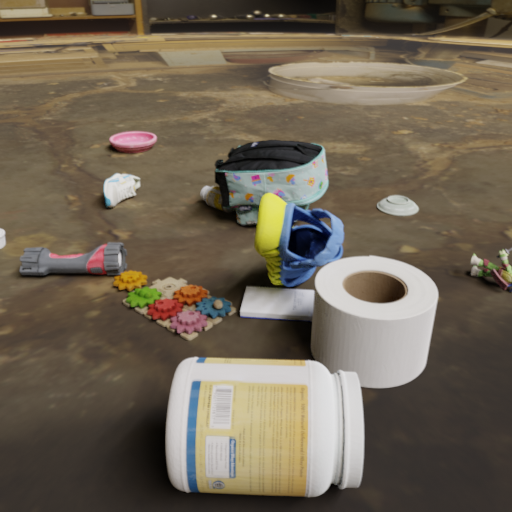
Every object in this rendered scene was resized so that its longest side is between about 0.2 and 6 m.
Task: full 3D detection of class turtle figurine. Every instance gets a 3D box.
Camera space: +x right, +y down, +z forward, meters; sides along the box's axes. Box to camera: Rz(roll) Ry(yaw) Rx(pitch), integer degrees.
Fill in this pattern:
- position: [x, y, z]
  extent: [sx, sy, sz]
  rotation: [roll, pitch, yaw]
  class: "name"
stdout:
- position: [4.259, 0.155, 9.772]
  extent: [0.883, 0.910, 0.655]
  rotation: [14, -4, 32]
  class: "turtle figurine"

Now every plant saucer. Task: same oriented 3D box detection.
- position: [3.229, -1.182, 12.758]
  extent: [0.929, 0.233, 0.929]
  rotation: [0, 28, 0]
  class: "plant saucer"
- position: [-3.698, -3.405, 16.889]
  extent: [1.388, 0.352, 1.388]
  rotation: [0, 28, 0]
  class: "plant saucer"

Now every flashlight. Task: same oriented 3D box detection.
- position: [-3.251, 0.052, 10.030]
  extent: [1.776, 0.604, 0.601]
  rotation: [1, 1, 4]
  class: "flashlight"

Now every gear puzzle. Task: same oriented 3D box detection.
- position: [-1.481, 0.610, 9.237]
  extent: [2.302, 0.301, 1.192]
  rotation: [22, 34, 35]
  class: "gear puzzle"

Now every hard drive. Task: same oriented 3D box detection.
- position: [0.390, 0.776, 9.084]
  extent: [1.196, 0.152, 0.789]
  rotation: [3, 28, 6]
  class: "hard drive"

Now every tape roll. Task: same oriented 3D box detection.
- position: [1.606, 0.881, 7.815]
  extent: [1.657, 1.138, 1.657]
  rotation: [0, 28, 0]
  class: "tape roll"

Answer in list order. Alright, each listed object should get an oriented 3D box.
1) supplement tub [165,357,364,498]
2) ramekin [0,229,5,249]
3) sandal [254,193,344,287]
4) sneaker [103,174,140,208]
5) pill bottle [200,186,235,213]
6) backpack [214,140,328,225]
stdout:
- position: [0.097, 1.772, 5.854]
  extent: [1.885, 1.364, 1.364]
  rotation: [1, 28, 3]
  class: "supplement tub"
- position: [-5.229, -0.302, 11.016]
  extent: [0.574, 0.280, 0.574]
  rotation: [1, 27, 0]
  class: "ramekin"
- position: [0.773, -0.088, 8.742]
  extent: [1.210, 1.104, 2.779]
  rotation: [9, -9, 12]
  class: "sandal"
- position: [-3.171, -1.567, 13.154]
  extent: [0.596, 0.565, 1.476]
  rotation: [4, 30, 4]
  class: "sneaker"
- position: [-0.855, -1.317, 12.740]
  extent: [0.854, 0.478, 0.478]
  rotation: [24, 36, 37]
  class: "pill bottle"
- position: [0.455, -1.602, 11.919]
  extent: [2.174, 1.667, 1.911]
  rotation: [-7, 23, 24]
  class: "backpack"
